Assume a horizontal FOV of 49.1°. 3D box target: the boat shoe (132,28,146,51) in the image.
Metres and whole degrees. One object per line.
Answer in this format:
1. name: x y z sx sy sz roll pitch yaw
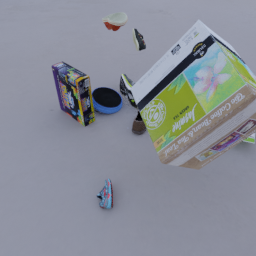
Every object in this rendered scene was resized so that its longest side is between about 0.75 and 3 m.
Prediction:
1. boat shoe: 0.322 -2.713 8.562 0.294 0.343 0.938 -10 55 -7

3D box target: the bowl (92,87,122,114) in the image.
1. bowl: -0.933 -1.239 12.145 1.465 0.288 1.465 11 45 -11

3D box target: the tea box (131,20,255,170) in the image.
1. tea box: 1.891 -0.741 7.449 1.813 2.713 2.669 15 43 -43

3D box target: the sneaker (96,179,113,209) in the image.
1. sneaker: -0.714 1.956 8.492 0.494 0.410 1.033 -4 39 -2

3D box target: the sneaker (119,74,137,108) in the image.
1. sneaker: 0.273 -1.747 12.813 0.895 0.817 2.211 -12 48 -24

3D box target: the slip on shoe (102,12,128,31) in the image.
1. slip on shoe: -0.510 -4.500 11.991 0.778 0.642 2.099 -32 29 -11

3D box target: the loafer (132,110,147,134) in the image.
1. loafer: 0.714 -0.506 11.280 0.678 0.659 1.857 13 41 16

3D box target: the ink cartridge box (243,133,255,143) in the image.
1. ink cartridge box: 4.249 0.219 10.551 0.935 0.479 1.265 14 43 15

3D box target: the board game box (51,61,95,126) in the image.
1. board game box: -2.161 -1.347 11.159 1.753 2.121 0.601 31 50 33
